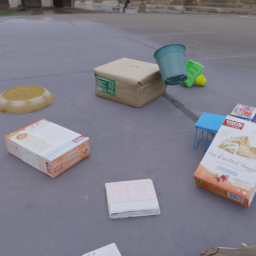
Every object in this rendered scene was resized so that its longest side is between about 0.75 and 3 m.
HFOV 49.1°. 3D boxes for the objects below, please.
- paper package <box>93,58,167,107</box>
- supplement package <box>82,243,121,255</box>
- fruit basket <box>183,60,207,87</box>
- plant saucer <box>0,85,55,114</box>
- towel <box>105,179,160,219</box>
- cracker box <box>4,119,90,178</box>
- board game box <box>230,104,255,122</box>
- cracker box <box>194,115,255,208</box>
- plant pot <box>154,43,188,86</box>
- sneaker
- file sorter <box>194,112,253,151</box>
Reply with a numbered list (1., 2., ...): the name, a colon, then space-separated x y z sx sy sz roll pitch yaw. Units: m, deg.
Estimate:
1. paper package: 0.151 -2.395 14.244 2.886 1.493 2.751 21 35 32
2. supplement package: -0.322 2.953 5.225 0.723 0.720 1.232 -13 31 -22
3. fruit basket: 3.705 -2.899 15.638 1.494 1.494 1.077 -9 31 -16
4. plant saucer: -5.055 -1.521 13.674 2.855 0.505 2.855 0 29 0
5. towel: 0.099 1.896 7.704 1.371 0.221 1.310 -3 29 -8
6. cracker box: -2.738 0.598 9.557 2.475 0.714 1.658 19 34 33
7. board game box: 5.069 -0.617 12.230 0.888 0.296 1.321 17 33 28
8. cracker box: 3.136 0.864 8.062 1.553 0.669 2.318 21 64 33
9. plant pot: 1.968 -2.731 12.396 1.454 1.454 1.424 -6 73 -10
10. sneaker: 1.596 2.906 5.424 2.632 0.927 0.994 -4 11 -16
11. file sorter: 3.285 0.283 9.801 1.695 1.040 1.176 14 32 25
